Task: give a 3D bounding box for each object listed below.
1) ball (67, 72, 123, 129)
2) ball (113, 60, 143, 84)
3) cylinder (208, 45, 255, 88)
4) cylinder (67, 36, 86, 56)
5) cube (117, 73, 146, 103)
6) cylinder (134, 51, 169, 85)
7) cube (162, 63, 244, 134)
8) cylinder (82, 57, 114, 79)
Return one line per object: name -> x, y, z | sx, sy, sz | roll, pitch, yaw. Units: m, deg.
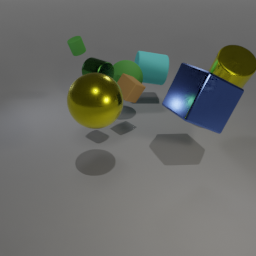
ball -> -0.813, -0.676, 7.003 | 1.400, 1.400, 1.400 | 0, 29, 0
ball -> -0.092, -2.037, 11.347 | 1.400, 1.400, 1.400 | 0, 29, 0
cylinder -> 3.684, -2.015, 10.151 | 1.400, 1.400, 1.400 | 2, 63, -5
cylinder -> -2.434, -3.904, 13.322 | 0.700, 0.700, 0.700 | -13, 39, 11
cube -> 0.046, -1.390, 9.840 | 0.700, 0.700, 0.700 | 43, 20, 25
cylinder -> 1.047, -2.789, 13.083 | 1.400, 1.400, 1.400 | 6, 28, -9
cube -> 2.110, -0.873, 8.095 | 1.400, 1.400, 1.400 | 18, 15, -28
cylinder -> -0.883, -1.670, 8.274 | 0.700, 0.700, 0.700 | 25, 37, 36
